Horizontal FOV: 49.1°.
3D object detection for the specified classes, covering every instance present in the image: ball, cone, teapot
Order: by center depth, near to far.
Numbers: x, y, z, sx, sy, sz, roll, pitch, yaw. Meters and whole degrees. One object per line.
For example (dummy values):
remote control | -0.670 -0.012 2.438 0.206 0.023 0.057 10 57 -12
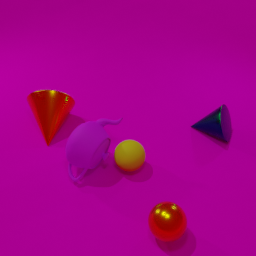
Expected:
ball | 0.799 1.893 5.684 0.791 0.791 0.791 0 41 0
teapot | -0.879 0.436 7.015 0.973 1.235 1.987 30 81 15
ball | 0.043 0.702 7.128 0.800 0.800 0.800 0 41 0
cone | -2.296 -0.146 8.204 1.420 1.420 1.426 -1 68 -1
cone | 2.354 -0.094 8.265 1.082 1.078 1.078 -7 33 35
